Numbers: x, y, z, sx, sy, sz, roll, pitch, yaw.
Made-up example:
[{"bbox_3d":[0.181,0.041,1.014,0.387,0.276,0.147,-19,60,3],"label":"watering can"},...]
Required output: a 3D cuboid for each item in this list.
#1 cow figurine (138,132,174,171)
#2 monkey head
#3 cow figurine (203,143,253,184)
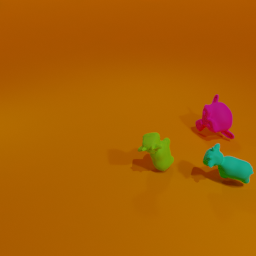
[{"bbox_3d":[0.657,0.556,6.294,0.564,1.027,1.010,-11,14,26],"label":"cow figurine"},{"bbox_3d":[2.417,-0.239,7.851,0.811,0.968,1.346,-10,74,-23],"label":"monkey head"},{"bbox_3d":[2.111,0.765,5.904,0.999,0.983,0.548,15,72,34],"label":"cow figurine"}]
